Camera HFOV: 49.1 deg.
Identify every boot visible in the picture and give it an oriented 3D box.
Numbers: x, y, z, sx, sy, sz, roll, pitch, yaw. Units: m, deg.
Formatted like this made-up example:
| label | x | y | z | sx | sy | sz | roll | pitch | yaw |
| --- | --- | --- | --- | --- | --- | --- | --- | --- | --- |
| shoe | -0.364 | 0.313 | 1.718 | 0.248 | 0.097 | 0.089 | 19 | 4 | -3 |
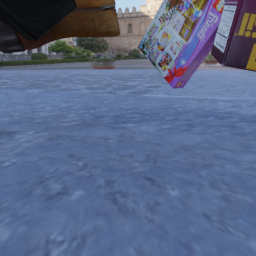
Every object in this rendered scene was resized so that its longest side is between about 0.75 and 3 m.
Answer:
| label | x | y | z | sx | sy | sz | roll | pitch | yaw |
| --- | --- | --- | --- | --- | --- | --- | --- | --- | --- |
| boot | -1.720 | -3.174 | 6.389 | 2.796 | 2.632 | 0.957 | -13 | -10 | -7 |

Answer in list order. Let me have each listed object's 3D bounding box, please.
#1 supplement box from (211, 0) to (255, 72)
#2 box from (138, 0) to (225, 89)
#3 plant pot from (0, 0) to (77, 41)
| label | x | y | z | sx | sy | sz | roll | pitch | yaw |
| --- | --- | --- | --- | --- | --- | --- | --- | --- | --- |
| supplement box | 2.482 | -2.294 | 4.369 | 1.534 | 2.781 | 1.191 | 11 | 24 | 3 |
| box | 1.259 | -2.217 | 6.231 | 0.442 | 2.260 | 1.547 | -12 | 58 | -40 |
| plant pot | -1.863 | -2.507 | 5.282 | 1.505 | 1.335 | 1.502 | -45 | 30 | -9 |
